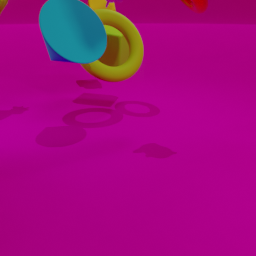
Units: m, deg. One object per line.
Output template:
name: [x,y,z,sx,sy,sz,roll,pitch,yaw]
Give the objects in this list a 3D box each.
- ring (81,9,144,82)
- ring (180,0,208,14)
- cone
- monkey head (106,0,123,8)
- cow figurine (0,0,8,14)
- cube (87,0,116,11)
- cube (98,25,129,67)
ring: [-0.488,-2.179,7.396,1.989,1.989,0.398,-12,-4,-27]
ring: [1.385,-3.633,7.125,1.751,0.350,1.751,43,16,-15]
cone: [-1.455,-1.812,6.199,1.454,1.454,1.460,-18,-3,-37]
monkey head: [-0.518,-5.007,9.978,0.832,1.381,0.994,4,55,1]
cow figurine: [-3.221,-3.244,6.915,1.569,0.861,1.543,-36,7,43]
cube: [-1.089,-4.471,11.349,1.029,1.029,1.029,-4,68,-15]
cube: [-0.691,-2.731,9.479,1.302,1.302,1.302,12,35,11]
